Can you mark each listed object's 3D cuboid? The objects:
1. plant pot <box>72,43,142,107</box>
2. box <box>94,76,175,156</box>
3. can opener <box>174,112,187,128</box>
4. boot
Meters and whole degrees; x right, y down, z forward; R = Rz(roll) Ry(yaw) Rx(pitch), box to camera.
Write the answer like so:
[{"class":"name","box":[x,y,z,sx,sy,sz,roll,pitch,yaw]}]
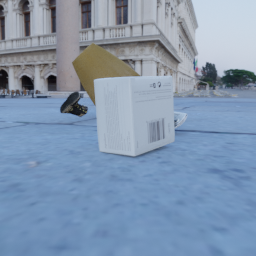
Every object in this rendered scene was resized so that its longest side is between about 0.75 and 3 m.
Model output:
[{"class":"plant pot","box":[-0.973,-2.119,11.426,2.349,2.521,2.349,-39,15,13]},{"class":"box","box":[0.160,-0.287,5.260,0.878,1.344,1.337,3,11,39]},{"class":"can opener","box":[0.703,-0.396,8.003,0.690,0.872,2.623,-40,20,-14]},{"class":"boot","box":[-1.745,-0.788,9.737,0.831,0.404,1.104,17,-47,-42]}]
